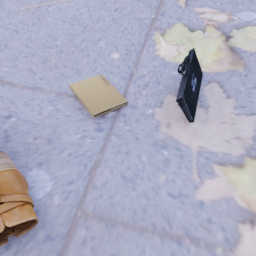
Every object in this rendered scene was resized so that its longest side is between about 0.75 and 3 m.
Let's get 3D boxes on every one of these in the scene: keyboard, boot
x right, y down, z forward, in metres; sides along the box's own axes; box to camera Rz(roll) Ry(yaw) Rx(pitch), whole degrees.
[{"bbox_3d":[1.611,-1.295,7.466,0.277,1.295,2.157,-7,43,29],"label":"keyboard"},{"bbox_3d":[-3.124,1.606,5.317,2.501,0.922,1.935,-28,56,-22],"label":"boot"}]

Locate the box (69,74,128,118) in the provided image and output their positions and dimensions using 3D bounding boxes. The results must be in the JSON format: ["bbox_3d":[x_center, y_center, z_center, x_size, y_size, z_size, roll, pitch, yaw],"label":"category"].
[{"bbox_3d":[-0.824,-0.926,7.748,1.106,0.144,1.353,-24,57,-28],"label":"box"}]
